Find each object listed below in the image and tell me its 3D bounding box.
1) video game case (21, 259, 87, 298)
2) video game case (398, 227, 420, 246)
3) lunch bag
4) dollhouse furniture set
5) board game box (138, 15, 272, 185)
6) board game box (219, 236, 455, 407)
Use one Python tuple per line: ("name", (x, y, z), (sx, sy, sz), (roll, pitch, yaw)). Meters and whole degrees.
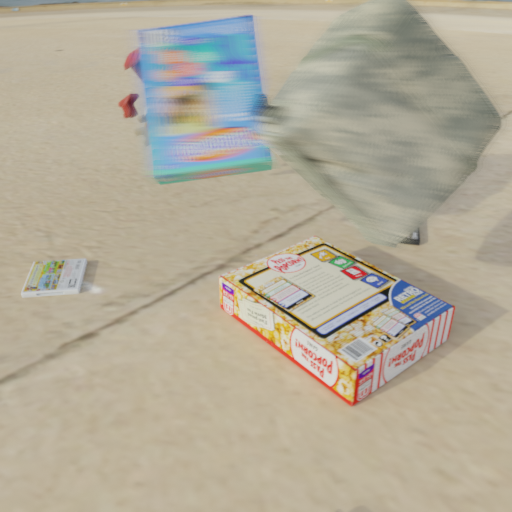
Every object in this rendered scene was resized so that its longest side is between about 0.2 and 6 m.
("video game case", (-3.782, 0.405, 10.568), (1.013, 0.127, 1.113), (-4, 32, -6))
("video game case", (3.041, -0.595, 12.251), (1.014, 0.143, 1.122), (7, 32, 10))
("lunch bag", (1.730, -1.905, 8.510), (2.561, 3.053, 2.127), (-56, 27, -12))
("dollhouse furniture set", (-2.420, -3.858, 12.996), (0.948, 1.254, 2.331), (-22, 43, 24))
("board game box", (-0.892, -2.717, 9.820), (2.037, 2.678, 0.602), (-7, -7, 1))
("board game box", (1.230, 0.836, 9.227), (2.343, 0.716, 3.093), (-22, 37, -33))
